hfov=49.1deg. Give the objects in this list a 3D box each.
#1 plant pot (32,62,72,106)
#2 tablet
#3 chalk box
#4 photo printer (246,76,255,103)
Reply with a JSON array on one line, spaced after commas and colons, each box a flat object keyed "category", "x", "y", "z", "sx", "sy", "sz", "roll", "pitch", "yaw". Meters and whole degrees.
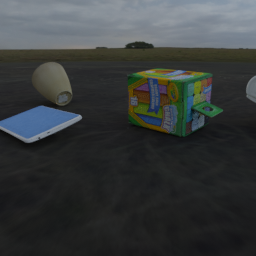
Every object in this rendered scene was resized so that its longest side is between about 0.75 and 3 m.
[{"category": "plant pot", "x": -2.679, "y": -1.500, "z": 10.427, "sx": 1.331, "sy": 1.331, "sz": 1.421, "roll": -12, "pitch": 48, "yaw": -36}, {"category": "tablet", "x": -2.265, "y": -0.147, "z": 6.891, "sx": 1.418, "sy": 0.149, "sz": 2.180, "roll": -29, "pitch": 27, "yaw": -35}, {"category": "chalk box", "x": 1.258, "y": -0.701, "z": 7.203, "sx": 2.242, "sy": 1.389, "sz": 1.399, "roll": 14, "pitch": 25, "yaw": 39}, {"category": "photo printer", "x": 4.549, "y": -0.741, "z": 7.441, "sx": 2.356, "sy": 0.818, "sz": 1.960, "roll": -3, "pitch": 31, "yaw": -42}]
